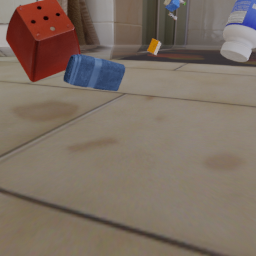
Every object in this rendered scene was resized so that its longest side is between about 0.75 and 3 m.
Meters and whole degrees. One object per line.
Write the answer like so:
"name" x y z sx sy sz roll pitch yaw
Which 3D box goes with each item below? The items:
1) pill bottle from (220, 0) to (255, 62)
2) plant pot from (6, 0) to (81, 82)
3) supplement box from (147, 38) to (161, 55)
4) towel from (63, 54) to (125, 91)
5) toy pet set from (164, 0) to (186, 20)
"pill bottle" 2.455 -2.132 5.763 0.793 1.414 0.793 21 2 -1
"plant pot" -2.891 -3.202 9.767 2.075 2.077 1.830 -29 -9 -25
"supplement box" 1.112 -3.423 11.847 0.320 0.548 0.870 26 14 7
"towel" -0.830 -1.396 7.101 1.471 0.821 0.357 5 38 -31
"toy pet set" 1.582 -3.867 8.793 0.800 0.857 0.455 14 26 -39
